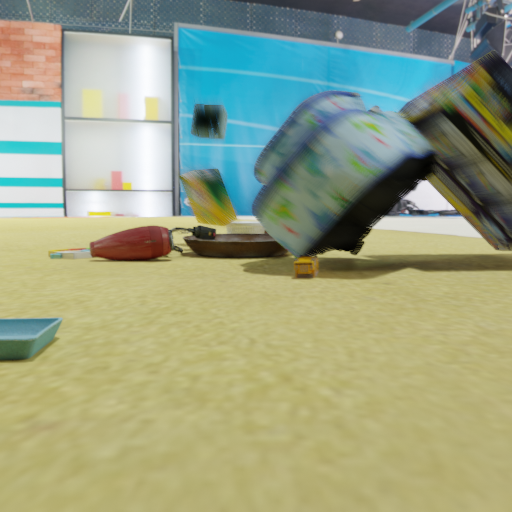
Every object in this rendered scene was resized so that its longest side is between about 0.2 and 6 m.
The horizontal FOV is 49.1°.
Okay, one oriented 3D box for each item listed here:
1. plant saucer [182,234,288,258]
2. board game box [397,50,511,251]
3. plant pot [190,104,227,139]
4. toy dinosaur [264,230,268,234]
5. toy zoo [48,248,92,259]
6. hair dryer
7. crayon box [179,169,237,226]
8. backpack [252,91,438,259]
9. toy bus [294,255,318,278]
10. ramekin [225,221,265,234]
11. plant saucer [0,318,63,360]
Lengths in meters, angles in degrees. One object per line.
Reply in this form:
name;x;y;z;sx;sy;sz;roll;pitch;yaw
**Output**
plant saucer;-0.317;-0.231;11.843;2.454;0.394;2.454;-1;6;0
board game box;4.335;-1.637;10.146;3.578;1.015;2.958;43;-7;-9
plant pot;-0.997;-2.979;12.685;0.696;0.694;0.709;7;-2;15
toy dinosaur;0.699;-0.631;16.223;1.051;2.001;1.816;42;10;-25
toy zoo;-3.513;-0.052;11.261;0.900;0.140;1.372;4;6;40
hair dryer;-2.100;-0.128;10.945;2.368;0.643;1.803;0;-14;-42
crayon box;-1.245;-1.494;14.272;0.461;1.364;1.581;-27;18;-24
backpack;1.267;-1.316;9.377;2.181;2.716;2.968;47;28;12
toy bus;0.738;0.181;8.227;0.292;0.351;0.898;0;6;10
ramekin;-0.304;-0.697;16.040;1.188;0.553;1.188;1;6;0
plant saucer;-2.512;0.601;3.988;2.060;0.195;0.720;0;5;-4
